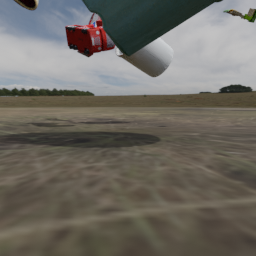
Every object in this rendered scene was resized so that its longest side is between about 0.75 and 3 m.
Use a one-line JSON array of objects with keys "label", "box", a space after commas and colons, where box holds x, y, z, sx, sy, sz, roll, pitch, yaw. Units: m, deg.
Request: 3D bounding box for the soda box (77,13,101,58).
[{"label": "soda box", "box": [-1.378, -3.644, 10.887, 0.538, 1.696, 0.594, 23, -9, -24]}]

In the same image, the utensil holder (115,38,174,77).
[{"label": "utensil holder", "box": [0.544, -2.496, 9.048, 1.481, 1.259, 1.259, 28, -11, -31]}]

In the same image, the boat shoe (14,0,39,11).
[{"label": "boat shoe", "box": [-2.930, -3.699, 6.937, 1.836, 0.680, 0.610, 36, 19, -45]}]

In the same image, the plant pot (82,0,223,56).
[{"label": "plant pot", "box": [0.405, -2.619, 4.583, 2.390, 2.440, 2.440, -34, -3, 13]}]

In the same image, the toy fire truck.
[{"label": "toy fire truck", "box": [-0.855, -2.895, 8.670, 1.948, 0.673, 2.763, -18, 28, -25]}]

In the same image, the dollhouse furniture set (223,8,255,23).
[{"label": "dollhouse furniture set", "box": [2.955, -3.015, 7.230, 0.864, 0.333, 0.432, 12, 22, -17]}]
